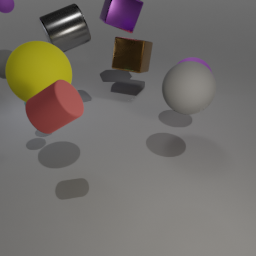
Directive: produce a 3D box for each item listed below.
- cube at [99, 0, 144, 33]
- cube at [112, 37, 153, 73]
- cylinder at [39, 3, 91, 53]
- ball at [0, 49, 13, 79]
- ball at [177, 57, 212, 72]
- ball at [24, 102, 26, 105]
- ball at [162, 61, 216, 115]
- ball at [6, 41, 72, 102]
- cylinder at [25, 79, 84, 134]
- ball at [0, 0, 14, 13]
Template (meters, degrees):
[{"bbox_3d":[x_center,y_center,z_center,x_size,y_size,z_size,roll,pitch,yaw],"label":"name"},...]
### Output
[{"bbox_3d":[-0.340,-5.320,12.723,1.400,1.400,1.400,13,23,-22],"label":"cube"},{"bbox_3d":[0.207,-3.362,12.908,1.400,1.400,1.400,14,18,17],"label":"cube"},{"bbox_3d":[-2.272,-3.569,10.173,1.400,1.400,1.400,-27,36,-10],"label":"cylinder"},{"bbox_3d":[-2.917,-1.524,6.722,0.700,0.700,0.700,0,30,0],"label":"ball"},{"bbox_3d":[2.176,-1.707,9.627,1.400,1.400,1.400,0,30,0],"label":"ball"},{"bbox_3d":[-3.022,-0.832,9.155,0.700,0.700,0.700,0,30,0],"label":"ball"},{"bbox_3d":[1.602,-1.054,7.419,1.400,1.400,1.400,0,30,0],"label":"ball"},{"bbox_3d":[-1.954,-1.200,6.211,1.400,1.400,1.400,0,30,0],"label":"ball"},{"bbox_3d":[-1.235,-0.355,4.756,0.700,0.700,0.700,-27,22,22],"label":"cylinder"},{"bbox_3d":[-4.585,-4.629,10.374,0.700,0.700,0.700,0,30,0],"label":"ball"}]
